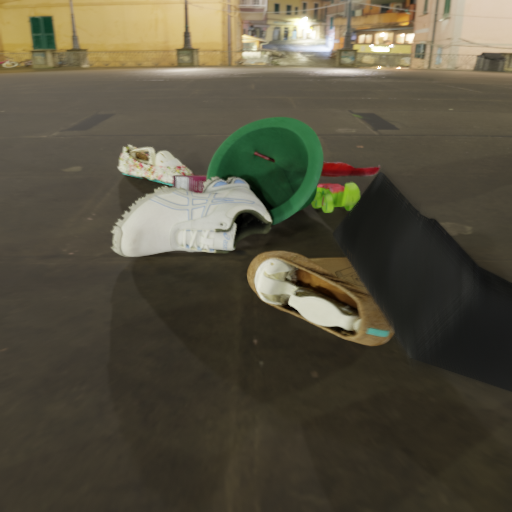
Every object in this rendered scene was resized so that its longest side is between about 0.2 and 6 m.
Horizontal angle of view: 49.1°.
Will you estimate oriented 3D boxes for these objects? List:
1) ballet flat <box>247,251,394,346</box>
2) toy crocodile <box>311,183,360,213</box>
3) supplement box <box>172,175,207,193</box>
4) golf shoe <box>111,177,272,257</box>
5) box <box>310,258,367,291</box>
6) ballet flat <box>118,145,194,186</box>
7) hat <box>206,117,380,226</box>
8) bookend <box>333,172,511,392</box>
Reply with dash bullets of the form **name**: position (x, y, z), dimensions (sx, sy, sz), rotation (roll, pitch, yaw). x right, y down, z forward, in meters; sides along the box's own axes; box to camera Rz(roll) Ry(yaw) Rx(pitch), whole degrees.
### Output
- **ballet flat**: position (0.697, 0.586, 8.357), dimensions (2.836, 0.962, 1.026), rotation (27, 16, 37)
- **toy crocodile**: position (1.793, -1.431, 13.179), dimensions (0.732, 0.670, 2.170), rotation (-6, 13, -11)
- **supplement box**: position (-1.481, -1.787, 14.216), dimensions (1.181, 0.506, 0.651), rotation (1, 8, 3)
- **golf shoe**: position (-1.142, -0.603, 10.939), dimensions (3.253, 1.274, 1.582), rotation (-24, 48, -30)
- **box**: position (1.961, 0.397, 9.796), dimensions (1.880, 0.200, 1.537), rotation (-2, 24, -6)
- **ballet flat**: position (-2.818, -2.526, 15.555), dimensions (2.806, 0.897, 1.061), rotation (16, 22, 31)
- **hat**: position (0.897, -1.506, 13.573), dimensions (3.295, 2.729, 2.900), rotation (2, -17, 28)
- **bookend**: position (2.513, 0.360, 6.996), dimensions (2.357, 1.086, 2.342), rotation (22, 27, -28)
